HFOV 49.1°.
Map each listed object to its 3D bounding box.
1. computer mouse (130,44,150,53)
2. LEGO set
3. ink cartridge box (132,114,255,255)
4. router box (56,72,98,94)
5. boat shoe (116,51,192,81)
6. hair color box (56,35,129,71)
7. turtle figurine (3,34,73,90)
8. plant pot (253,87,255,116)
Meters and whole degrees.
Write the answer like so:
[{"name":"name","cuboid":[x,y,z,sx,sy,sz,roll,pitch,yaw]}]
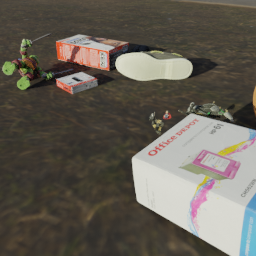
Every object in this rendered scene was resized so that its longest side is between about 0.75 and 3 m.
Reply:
[{"name":"computer mouse","cuboid":[0.558,-3.490,12.663,1.048,0.399,1.513,10,32,17]},{"name":"LEGO set","cuboid":[1.312,-0.257,5.929,1.683,1.093,0.477,7,55,11]},{"name":"ink cartridge box","cuboid":[1.566,0.821,4.498,2.504,1.060,1.809,18,39,41]},{"name":"router box","cuboid":[-1.741,-1.554,9.583,1.060,0.259,0.952,-26,40,-36]},{"name":"boat shoe","cuboid":[0.905,-2.299,10.185,2.755,0.985,0.824,2,31,-8]},{"name":"hair color box","cuboid":[-1.492,-3.243,11.813,2.713,0.867,1.504,18,35,26]},{"name":"turtle figurine","cuboid":[-3.249,-2.306,9.732,1.996,1.436,1.935,2,35,10]},{"name":"plant pot","cuboid":[3.945,-0.583,6.189,1.599,2.284,2.284,-15,33,-9]}]
